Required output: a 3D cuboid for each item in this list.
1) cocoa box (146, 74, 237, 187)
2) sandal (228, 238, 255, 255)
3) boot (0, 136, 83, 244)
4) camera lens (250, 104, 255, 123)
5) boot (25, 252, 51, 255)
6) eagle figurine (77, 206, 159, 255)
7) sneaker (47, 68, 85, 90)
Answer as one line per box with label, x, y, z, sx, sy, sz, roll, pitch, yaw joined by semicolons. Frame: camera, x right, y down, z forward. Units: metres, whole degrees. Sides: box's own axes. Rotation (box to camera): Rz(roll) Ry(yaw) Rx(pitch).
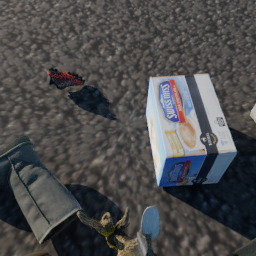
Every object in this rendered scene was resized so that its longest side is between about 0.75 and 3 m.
cocoa box;1.444;0.048;7.308;1.634;1.661;2.490;-4;56;-4
sandal;1.975;2.975;5.532;2.701;0.646;1.015;-35;47;-3
boot;-2.579;1.674;6.728;2.210;0.882;2.430;-38;78;2
camera lens;4.524;-0.211;7.639;1.451;1.451;1.814;-29;59;-19
boot;-3.092;2.790;5.690;2.953;1.103;1.431;-14;50;-22
eagle figurine;0.110;2.785;5.157;1.864;1.854;2.456;5;24;-31
sneaker;-2.032;-1.518;9.089;1.267;0.619;0.448;7;29;-31
